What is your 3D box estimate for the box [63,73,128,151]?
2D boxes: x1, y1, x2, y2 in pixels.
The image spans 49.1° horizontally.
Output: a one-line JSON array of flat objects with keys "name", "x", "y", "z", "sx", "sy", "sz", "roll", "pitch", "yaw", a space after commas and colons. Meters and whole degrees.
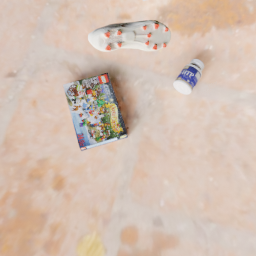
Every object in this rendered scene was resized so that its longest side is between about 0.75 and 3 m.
[{"name": "box", "x": -0.894, "y": -0.461, "z": 7.563, "sx": 1.290, "sy": 0.356, "sz": 1.889, "roll": -17, "pitch": 73, "yaw": -5}]

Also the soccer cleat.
[{"name": "soccer cleat", "x": 0.070, "y": -1.952, "z": 5.887, "sx": 1.874, "sy": 0.649, "sz": 0.727, "roll": -13, "pitch": 32, "yaw": -29}]

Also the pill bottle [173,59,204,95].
[{"name": "pill bottle", "x": 1.717, "y": -1.445, "z": 7.784, "sx": 0.555, "sy": 0.555, "sz": 0.927, "roll": 31, "pitch": 74, "yaw": 10}]
